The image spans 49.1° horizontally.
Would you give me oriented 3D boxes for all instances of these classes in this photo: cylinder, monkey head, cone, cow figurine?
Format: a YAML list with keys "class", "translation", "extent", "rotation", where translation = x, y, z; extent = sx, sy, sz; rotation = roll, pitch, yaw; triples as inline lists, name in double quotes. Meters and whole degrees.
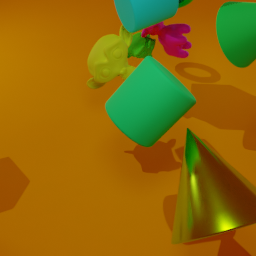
- class: "cylinder"
  translation: [0.322, -2.368, 5.212]
  extent: [0.909, 0.909, 0.909]
  rotation: [-26, 56, -12]
- class: "cylinder"
  translation: [0.372, -0.434, 4.730]
  extent: [1.108, 1.108, 1.108]
  rotation: [-46, 55, 18]
- class: "monkey head"
  translation: [-0.250, -1.368, 5.990]
  extent: [1.176, 1.634, 0.985]
  rotation: [30, 16, -18]
- class: "cone"
  translation: [1.196, 0.729, 4.337]
  extent: [1.627, 1.627, 1.634]
  rotation: [-12, 68, -10]
- class: "cow figurine"
  translation: [0.959, -2.377, 7.243]
  extent: [1.267, 1.288, 0.707]
  rotation: [13, 70, 21]
- class: "monkey head"
  translation: [0.352, -2.094, 7.519]
  extent: [1.199, 0.862, 0.722]
  rotation: [-42, 51, -16]
- class: "cone"
  translation: [2.938, -2.188, 5.795]
  extent: [1.532, 1.532, 1.538]
  rotation: [-46, 21, -29]

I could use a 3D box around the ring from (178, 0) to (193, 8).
- class: "ring"
  translation: [1.311, -3.927, 8.047]
  extent: [1.397, 1.397, 0.279]
  rotation: [2, 76, 1]
